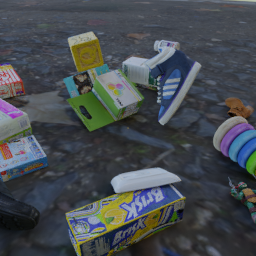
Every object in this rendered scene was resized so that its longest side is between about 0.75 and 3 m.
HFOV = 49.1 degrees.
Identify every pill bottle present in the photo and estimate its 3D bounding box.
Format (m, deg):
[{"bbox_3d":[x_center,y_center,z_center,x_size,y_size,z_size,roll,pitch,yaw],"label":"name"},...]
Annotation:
[{"bbox_3d":[2.323,-4.866,16.916,1.423,0.793,0.793,21,38,29],"label":"pill bottle"}]

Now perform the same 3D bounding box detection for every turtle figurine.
[{"bbox_3d":[2.993,1.658,6.806,0.904,0.608,1.207,-21,52,-3],"label":"turtle figurine"}]

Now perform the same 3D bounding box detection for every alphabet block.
[{"bbox_3d":[-1.491,-2.699,9.881,0.988,0.993,1.011,-18,36,-6],"label":"alphabet block"}]

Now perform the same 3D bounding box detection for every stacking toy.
[{"bbox_3d":[3.716,0.919,7.613,1.238,1.238,2.900,-15,42,-23],"label":"stacking toy"}]

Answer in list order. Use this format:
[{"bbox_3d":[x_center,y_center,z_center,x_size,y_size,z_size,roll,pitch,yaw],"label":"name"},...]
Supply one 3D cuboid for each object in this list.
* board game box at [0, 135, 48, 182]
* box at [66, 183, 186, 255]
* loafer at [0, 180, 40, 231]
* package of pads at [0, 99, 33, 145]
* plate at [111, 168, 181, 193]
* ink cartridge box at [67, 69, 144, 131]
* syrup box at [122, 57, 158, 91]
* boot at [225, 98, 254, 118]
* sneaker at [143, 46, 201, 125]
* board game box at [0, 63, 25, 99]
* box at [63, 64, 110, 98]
[{"bbox_3d":[-3.224,0.852,8.281,1.309,0.374,1.337,-19,37,-26],"label":"board game box"},{"bbox_3d":[-0.004,1.955,6.143,2.496,0.802,0.874,-15,36,-24],"label":"box"},{"bbox_3d":[-3.154,1.631,6.523,2.709,0.920,0.951,9,42,20],"label":"loafer"},{"bbox_3d":[-4.942,-0.161,9.330,2.810,0.958,2.171,24,40,33],"label":"package of pads"},{"bbox_3d":[0.362,1.246,6.997,1.537,0.248,1.533,-9,0,-8],"label":"plate"},{"bbox_3d":[-0.810,-1.054,10.285,2.262,0.857,1.672,-25,68,-34],"label":"ink cartridge box"},{"bbox_3d":[1.099,-2.465,12.899,2.595,1.022,1.057,16,36,23],"label":"syrup box"},{"bbox_3d":[4.064,-0.727,10.729,0.950,0.453,1.228,-28,39,-31],"label":"boot"},{"bbox_3d":[1.169,-1.556,9.696,1.805,2.465,0.993,31,15,9],"label":"sneaker"},{"bbox_3d":[-6.072,-2.067,12.626,2.104,0.643,2.778,-18,37,-26],"label":"board game box"},{"bbox_3d":[-1.616,-2.002,11.942,0.554,0.927,2.254,-10,17,41],"label":"box"}]
